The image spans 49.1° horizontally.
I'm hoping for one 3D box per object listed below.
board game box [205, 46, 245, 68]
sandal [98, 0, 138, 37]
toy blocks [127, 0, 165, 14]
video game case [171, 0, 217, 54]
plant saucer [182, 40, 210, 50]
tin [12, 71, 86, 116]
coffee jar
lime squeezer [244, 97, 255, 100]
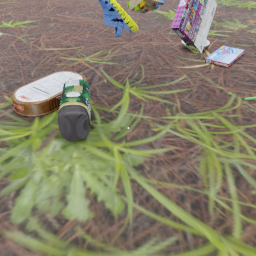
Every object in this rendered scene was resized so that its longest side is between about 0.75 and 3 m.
[{"bbox_3d":[4.612,-3.409,13.260,1.116,0.211,2.168,24,42,28],"label":"board game box"},{"bbox_3d":[-0.566,-4.169,10.384,0.909,2.088,0.830,-38,28,18],"label":"sandal"},{"bbox_3d":[0.678,-4.374,9.776,0.890,0.650,1.302,-3,-1,-33],"label":"toy blocks"},{"bbox_3d":[2.239,-3.734,9.276,0.347,1.940,1.758,14,-6,40],"label":"video game case"},{"bbox_3d":[3.442,-4.271,14.362,1.409,0.354,1.409,1,35,0],"label":"plant saucer"},{"bbox_3d":[-2.733,-1.320,10.023,1.615,0.604,2.885,20,40,32],"label":"tin"},{"bbox_3d":[-1.584,-0.580,8.473,0.895,1.094,2.097,-3,36,-5],"label":"coffee jar"},{"bbox_3d":[5.099,-1.231,10.054,1.868,0.352,0.660,-18,39,-23],"label":"lime squeezer"}]
